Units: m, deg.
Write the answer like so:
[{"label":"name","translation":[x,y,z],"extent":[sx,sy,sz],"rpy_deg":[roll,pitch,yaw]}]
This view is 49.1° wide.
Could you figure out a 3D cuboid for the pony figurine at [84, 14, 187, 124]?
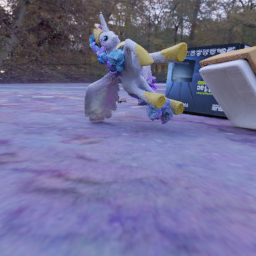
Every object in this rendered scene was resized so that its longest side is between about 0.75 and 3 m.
[{"label":"pony figurine","translation":[0.120,-1.293,7.307],"extent":[2.440,2.828,2.930],"rpy_deg":[-30,44,-26]}]

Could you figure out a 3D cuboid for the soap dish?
[{"label":"soap dish","translation":[2.830,-0.935,6.675],"extent":[0.847,2.086,1.641],"rpy_deg":[-42,18,-13]}]

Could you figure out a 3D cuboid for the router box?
[{"label":"router box","translation":[2.647,-1.624,9.670],"extent":[0.928,2.239,2.988],"rpy_deg":[0,9,-37]}]

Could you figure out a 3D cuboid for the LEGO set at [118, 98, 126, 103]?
[{"label":"LEGO set","translation":[-0.481,-0.878,8.162],"extent":[0.631,0.275,0.971],"rpy_deg":[-3,1,23]}]
